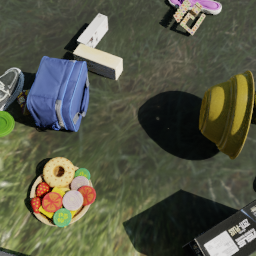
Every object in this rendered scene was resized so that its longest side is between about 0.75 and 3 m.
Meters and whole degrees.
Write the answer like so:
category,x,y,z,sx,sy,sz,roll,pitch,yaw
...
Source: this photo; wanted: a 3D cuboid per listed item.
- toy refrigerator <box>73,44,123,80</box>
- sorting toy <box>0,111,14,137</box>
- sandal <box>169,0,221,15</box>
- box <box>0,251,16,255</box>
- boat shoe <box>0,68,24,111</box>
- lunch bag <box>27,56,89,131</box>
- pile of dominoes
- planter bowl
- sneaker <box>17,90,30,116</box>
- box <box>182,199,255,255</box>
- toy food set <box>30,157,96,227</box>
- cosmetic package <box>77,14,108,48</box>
category,x,y,z,sx,sy,sz,roll,pitch,yaw
toy refrigerator,-1.181,-2.674,11.252,1.893,0.719,0.662,23,64,13
sorting toy,-4.956,0.300,9.678,1.264,0.864,2.104,36,54,2
sandal,3.175,-6.002,13.132,2.484,0.610,1.011,14,62,8
box,-3.058,4.497,7.079,2.879,0.716,2.270,9,62,16
boat shoe,-4.861,-1.335,10.395,1.000,0.925,2.708,23,64,12
lunch bag,-2.237,-1.112,9.794,1.712,1.758,2.588,6,61,3
pile of dominoes,2.772,-5.022,12.438,1.219,0.249,1.564,37,65,-6
planter bowl,2.935,-0.484,8.876,1.170,2.809,2.809,10,62,8
sneaker,-3.917,-0.927,10.507,0.514,0.428,1.141,-7,55,6
box,2.764,2.963,7.529,2.239,1.834,0.964,-26,65,-14
toy food set,-2.056,2.036,8.797,2.010,0.494,2.031,27,64,14
cosmetic package,-1.474,-3.975,11.959,0.458,0.747,1.810,25,65,10
